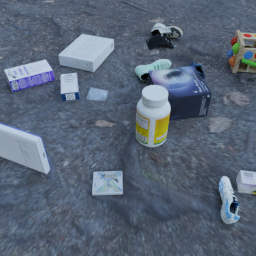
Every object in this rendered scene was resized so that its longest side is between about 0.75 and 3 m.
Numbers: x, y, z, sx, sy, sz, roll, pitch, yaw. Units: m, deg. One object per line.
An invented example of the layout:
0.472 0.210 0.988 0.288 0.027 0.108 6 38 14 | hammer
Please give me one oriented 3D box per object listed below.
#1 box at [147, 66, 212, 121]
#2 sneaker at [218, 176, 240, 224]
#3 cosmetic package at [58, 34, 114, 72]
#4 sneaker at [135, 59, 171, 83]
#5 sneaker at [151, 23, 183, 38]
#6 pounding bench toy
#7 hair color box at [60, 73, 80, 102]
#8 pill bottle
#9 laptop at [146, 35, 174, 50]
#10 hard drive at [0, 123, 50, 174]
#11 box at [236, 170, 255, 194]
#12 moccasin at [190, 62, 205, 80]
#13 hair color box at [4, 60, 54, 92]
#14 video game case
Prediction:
2.059 -1.474 11.780 2.107 1.309 2.124 -9 43 -7 | box
3.050 2.103 8.375 0.551 0.556 1.534 37 41 -26 | sneaker
-2.163 -4.081 15.013 1.983 0.680 2.630 16 46 14 | cosmetic package
1.323 -2.719 13.550 1.819 0.669 1.073 -15 39 -2 | sneaker
2.290 -5.662 16.817 1.956 0.740 0.858 22 60 29 | sneaker
6.064 -3.435 13.637 2.030 1.616 2.602 5 43 6 | pounding bench toy
-2.660 -1.881 12.803 0.792 0.479 1.583 -7 44 -8 | hair color box
0.887 -0.421 10.042 1.189 2.108 1.189 0 43 0 | pill bottle
1.858 -4.878 16.322 1.303 0.673 1.155 14 39 -23 | laptop
-3.817 0.576 9.343 2.436 1.607 0.309 16 45 17 | hard drive
4.845 1.847 8.775 2.708 0.524 0.561 6 43 6 | box
3.516 -2.912 13.892 0.592 0.502 1.472 -10 44 -10 | moccasin
-4.694 -2.522 13.376 2.031 0.658 1.110 -19 47 -22 | hair color box
-0.665 1.789 9.148 0.969 0.107 0.883 -1 43 -2 | video game case
